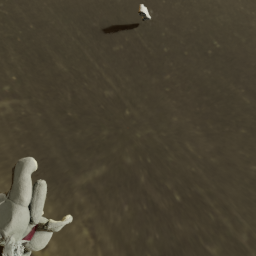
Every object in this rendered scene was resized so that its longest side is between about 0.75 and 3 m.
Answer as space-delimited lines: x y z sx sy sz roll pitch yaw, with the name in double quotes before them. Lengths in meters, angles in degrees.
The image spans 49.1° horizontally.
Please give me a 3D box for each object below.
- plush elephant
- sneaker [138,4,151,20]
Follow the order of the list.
"plush elephant" -2.082 1.829 5.583 1.638 1.540 1.989 -30 57 -3
"sneaker" 0.587 -3.920 9.542 0.311 0.835 0.364 1 88 18
